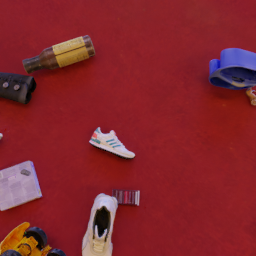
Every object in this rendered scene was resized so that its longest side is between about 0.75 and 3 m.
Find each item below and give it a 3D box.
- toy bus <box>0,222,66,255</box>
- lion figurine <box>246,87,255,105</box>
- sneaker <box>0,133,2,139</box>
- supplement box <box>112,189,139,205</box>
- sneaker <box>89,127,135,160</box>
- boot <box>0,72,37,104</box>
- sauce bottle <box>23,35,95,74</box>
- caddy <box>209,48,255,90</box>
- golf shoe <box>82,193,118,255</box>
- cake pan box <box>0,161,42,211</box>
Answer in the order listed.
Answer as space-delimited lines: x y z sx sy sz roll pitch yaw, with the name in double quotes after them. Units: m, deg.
-3.530 4.868 9.416 2.422 1.644 2.326 44 109 2 "toy bus"
5.106 -1.325 11.519 0.538 0.318 0.878 -32 53 2 "lion figurine"
-5.358 0.871 10.871 1.440 0.530 0.849 -36 73 2 "sneaker"
-0.086 2.617 10.573 1.008 0.307 0.548 4 77 1 "supplement box"
-0.525 0.571 10.878 1.888 0.665 0.883 21 78 6 "sneaker"
-5.209 -1.329 11.324 2.505 0.822 2.064 13 79 -1 "boot"
-2.857 -2.997 11.596 2.908 0.941 0.941 -18 77 -5 "sauce bottle"
4.224 -2.145 10.960 2.220 1.569 1.165 8 68 -19 "caddy"
-1.057 3.799 9.653 1.138 1.413 2.906 6 87 1 "golf shoe"
-4.241 2.192 10.632 1.583 0.414 1.458 -21 75 -5 "cake pan box"
